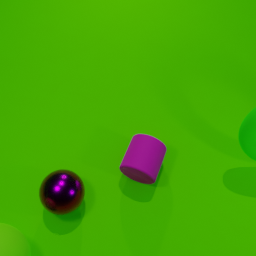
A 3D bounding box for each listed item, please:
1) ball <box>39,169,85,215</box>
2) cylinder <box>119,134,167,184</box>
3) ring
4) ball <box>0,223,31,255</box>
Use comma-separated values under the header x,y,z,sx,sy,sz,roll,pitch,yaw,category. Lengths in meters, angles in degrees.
x,y,z,sx,sy,sz,roll,pitch,yaw,category
-1.357,1.320,5.791,0.927,0.927,0.927,0,62,0,ball
0.340,0.692,6.211,0.834,0.834,0.834,20,64,10,cylinder
3.234,0.073,5.572,1.963,1.963,0.393,5,45,2,ring
-2.419,2.380,4.934,1.349,1.349,1.349,0,62,0,ball
